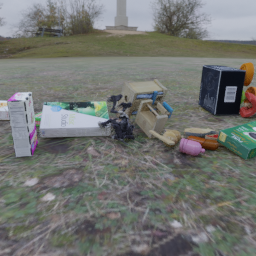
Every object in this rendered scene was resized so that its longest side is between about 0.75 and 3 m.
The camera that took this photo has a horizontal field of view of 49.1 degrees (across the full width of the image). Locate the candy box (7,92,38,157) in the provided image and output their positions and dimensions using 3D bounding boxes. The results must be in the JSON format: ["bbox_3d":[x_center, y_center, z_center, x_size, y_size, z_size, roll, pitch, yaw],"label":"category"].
[{"bbox_3d":[-3.290,-0.131,8.834,0.546,1.790,1.221,-3,18,-9],"label":"candy box"}]

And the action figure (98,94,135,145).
[{"bbox_3d":[-0.346,-0.169,10.057,1.217,1.045,2.048,31,42,-33],"label":"action figure"}]

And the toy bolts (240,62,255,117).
[{"bbox_3d":[6.170,-1.635,13.161,1.751,2.411,2.525,5,36,-3],"label":"toy bolts"}]

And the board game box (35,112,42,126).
[{"bbox_3d":[-2.859,-0.570,12.423,1.743,0.377,2.590,5,19,16],"label":"board game box"}]

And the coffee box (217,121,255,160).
[{"bbox_3d":[4.026,0.355,9.172,1.984,0.436,1.220,-12,36,-33],"label":"coffee box"}]

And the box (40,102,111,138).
[{"bbox_3d":[-2.006,-0.380,10.793,2.540,0.461,1.833,-1,37,-11],"label":"box"}]

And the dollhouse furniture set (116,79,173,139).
[{"bbox_3d":[0.907,-0.563,11.124,1.672,1.663,2.373,-11,45,-32],"label":"dollhouse furniture set"}]

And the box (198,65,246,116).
[{"bbox_3d":[4.479,-1.887,13.632,1.309,2.111,2.076,-1,19,-9],"label":"box"}]

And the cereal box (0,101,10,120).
[{"bbox_3d":[-6.061,-0.860,13.065,2.581,0.510,1.857,1,18,3],"label":"cereal box"}]

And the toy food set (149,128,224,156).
[{"bbox_3d":[2.169,0.458,9.365,2.782,0.438,1.768,0,17,-26],"label":"toy food set"}]
